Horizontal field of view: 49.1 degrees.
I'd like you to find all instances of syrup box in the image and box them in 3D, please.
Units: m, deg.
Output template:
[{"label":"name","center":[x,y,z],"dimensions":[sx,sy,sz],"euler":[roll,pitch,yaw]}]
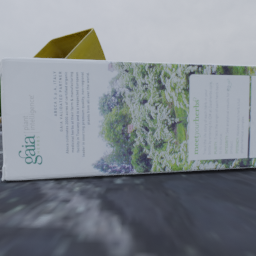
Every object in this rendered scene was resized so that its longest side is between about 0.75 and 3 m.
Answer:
[{"label":"syrup box","center":[0.091,-0.090,2.463],"dimensions":[2.148,0.846,0.875],"euler":[-1,3,-11]}]

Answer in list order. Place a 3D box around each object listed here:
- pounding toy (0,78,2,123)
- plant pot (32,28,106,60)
[{"label":"pounding toy","center":[-4.005,-0.395,7.703],"dimensions":[2.144,1.289,2.777],"euler":[-8,-28,20]},{"label":"plant pot","center":[-1.740,-1.344,8.269],"dimensions":[2.178,2.178,1.921],"euler":[5,-38,43]}]
